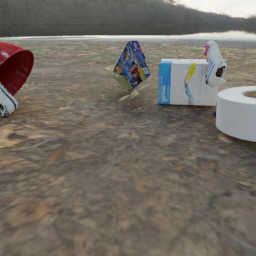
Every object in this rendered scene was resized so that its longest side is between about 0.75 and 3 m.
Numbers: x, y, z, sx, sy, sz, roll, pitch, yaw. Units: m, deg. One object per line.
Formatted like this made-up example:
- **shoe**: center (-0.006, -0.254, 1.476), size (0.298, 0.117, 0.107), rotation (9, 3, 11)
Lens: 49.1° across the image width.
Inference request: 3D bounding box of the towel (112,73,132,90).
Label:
- **towel**: center (-0.235, -1.929, 11.720), size (0.675, 0.910, 0.166), rotation (26, 77, 43)

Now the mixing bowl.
- **mixing bowl**: center (-4.634, -2.100, 9.841), size (1.331, 2.457, 2.457), rotation (37, 27, 0)

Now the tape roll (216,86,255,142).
- **tape roll**: center (3.959, -0.477, 7.879), size (2.858, 0.999, 2.858), rotation (-2, 18, 1)

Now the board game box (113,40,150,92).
- **board game box**: center (0.111, -2.545, 12.099), size (0.527, 1.710, 1.709), rotation (-18, -10, -37)

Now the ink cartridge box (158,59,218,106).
- **ink cartridge box**: center (2.257, -1.759, 10.545), size (2.110, 1.526, 1.554), rotation (3, 19, 11)

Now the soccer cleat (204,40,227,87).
- **soccer cleat**: center (2.883, -2.119, 8.999), size (0.577, 1.653, 0.714), rotation (9, -15, -29)

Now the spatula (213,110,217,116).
- **spatula**: center (3.162, -0.626, 9.645), size (0.330, 0.120, 1.166), rotation (27, 32, 27)

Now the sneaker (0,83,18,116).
- **sneaker**: center (-4.459, -1.120, 9.276), size (1.657, 0.633, 0.667), rotation (43, 46, -6)

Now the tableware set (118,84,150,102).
- **tableware set**: center (0.238, -1.240, 10.137), size (1.187, 0.138, 0.992), rotation (-36, 13, -34)
